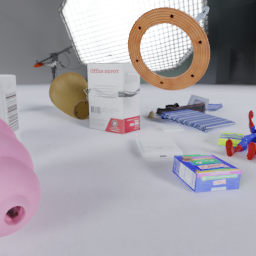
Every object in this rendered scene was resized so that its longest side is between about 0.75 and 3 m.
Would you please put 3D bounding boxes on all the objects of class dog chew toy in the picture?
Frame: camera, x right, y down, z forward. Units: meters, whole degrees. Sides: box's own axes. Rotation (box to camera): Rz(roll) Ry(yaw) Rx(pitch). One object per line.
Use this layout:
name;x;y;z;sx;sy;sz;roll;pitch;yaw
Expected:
dog chew toy;-2.364;0.713;4.503;1.764;1.764;2.833;-11;23;-41

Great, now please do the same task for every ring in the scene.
ring;1.093;-2.148;7.835;2.401;2.401;0.230;6;39;27

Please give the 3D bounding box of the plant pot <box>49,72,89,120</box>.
plant pot;-2.610;-1.424;14.148;2.147;2.147;2.304;-7;32;-30

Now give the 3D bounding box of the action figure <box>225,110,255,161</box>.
action figure;4.064;-0.029;8.641;0.970;1.471;2.972;11;14;40

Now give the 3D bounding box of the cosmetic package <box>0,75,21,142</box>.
cosmetic package;-4.778;-0.335;7.798;2.752;2.269;2.271;-1;13;-3

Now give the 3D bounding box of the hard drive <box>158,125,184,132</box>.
hard drive;1.742;0.022;11.373;0.875;0.115;0.577;-4;13;-17

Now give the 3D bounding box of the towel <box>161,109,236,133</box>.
towel;2.991;-0.352;12.317;1.960;0.323;2.708;-11;21;-34

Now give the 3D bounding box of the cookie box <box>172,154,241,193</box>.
cookie box;1.680;0.947;6.149;1.020;0.448;1.193;-1;12;-14

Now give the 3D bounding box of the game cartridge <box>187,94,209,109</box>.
game cartridge;3.744;-1.238;15.106;1.420;0.945;0.290;8;15;-37

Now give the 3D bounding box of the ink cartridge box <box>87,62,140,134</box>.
ink cartridge box;-0.554;-1.242;11.152;1.952;2.660;1.102;10;15;39

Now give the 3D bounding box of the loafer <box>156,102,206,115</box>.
loafer;2.723;-1.000;14.494;2.588;0.815;0.930;5;13;23

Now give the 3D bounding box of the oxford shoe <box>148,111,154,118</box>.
oxford shoe;1.170;-0.699;14.253;0.313;0.332;0.888;1;12;6

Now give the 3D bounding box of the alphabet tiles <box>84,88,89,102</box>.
alphabet tiles;-1.540;-1.198;13.666;0.066;1.744;2.096;-30;10;10

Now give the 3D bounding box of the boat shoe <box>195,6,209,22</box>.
boat shoe;2.983;-4.512;11.280;0.314;0.852;0.291;26;-19;23

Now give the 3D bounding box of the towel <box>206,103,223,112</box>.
towel;4.925;-1.324;17.419;1.570;0.259;2.169;5;13;28

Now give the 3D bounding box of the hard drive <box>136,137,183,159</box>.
hard drive;0.895;0.572;8.483;1.114;0.222;1.689;-1;12;-4

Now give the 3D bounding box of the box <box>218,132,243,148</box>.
box;3.386;0.395;9.221;0.714;0.279;1.171;4;12;23
